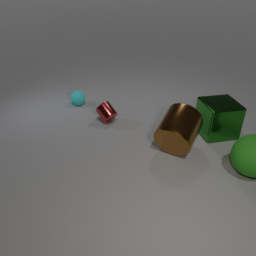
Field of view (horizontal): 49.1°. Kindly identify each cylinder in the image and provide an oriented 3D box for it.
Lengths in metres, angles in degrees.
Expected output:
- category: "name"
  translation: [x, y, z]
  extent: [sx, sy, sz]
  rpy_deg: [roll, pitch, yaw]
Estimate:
- category: "cylinder"
  translation: [1.826, 0.054, 10.134]
  extent: [1.400, 1.400, 1.400]
  rpy_deg: [17, 55, 26]
- category: "cylinder"
  translation: [-0.933, -0.691, 12.199]
  extent: [0.700, 0.700, 0.700]
  rpy_deg: [-28, 75, -38]

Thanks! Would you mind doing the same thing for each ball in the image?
- category: "ball"
  translation: [-2.452, -1.463, 13.711]
  extent: [0.700, 0.700, 0.700]
  rpy_deg: [0, 31, 0]
- category: "ball"
  translation: [4.062, 0.895, 9.067]
  extent: [1.400, 1.400, 1.400]
  rpy_deg: [0, 31, 0]

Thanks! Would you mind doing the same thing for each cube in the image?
- category: "cube"
  translation: [3.623, -0.407, 11.256]
  extent: [1.400, 1.400, 1.400]
  rpy_deg: [-6, 32, -11]
